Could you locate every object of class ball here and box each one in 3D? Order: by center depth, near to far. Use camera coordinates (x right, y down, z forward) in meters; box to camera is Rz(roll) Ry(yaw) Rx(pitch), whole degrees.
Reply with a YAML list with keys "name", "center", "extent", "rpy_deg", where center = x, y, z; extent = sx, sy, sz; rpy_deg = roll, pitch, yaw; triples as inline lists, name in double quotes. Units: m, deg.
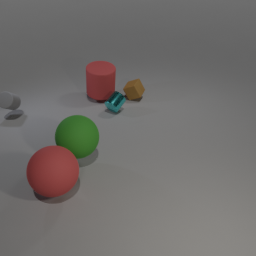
- name: "ball"
  center: [-2.054, 1.182, 7.701]
  extent: [1.400, 1.400, 1.400]
  rpy_deg: [0, 30, 0]
- name: "ball"
  center: [-1.623, 0.282, 8.979]
  extent: [1.400, 1.400, 1.400]
  rpy_deg: [0, 30, 0]

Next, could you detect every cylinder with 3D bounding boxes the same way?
- name: "cylinder"
  center: [-4.994, -1.134, 11.780]
  extent: [0.700, 0.700, 0.700]
  rpy_deg: [3, -2, 5]
- name: "cylinder"
  center: [-0.569, -1.165, 12.498]
  extent: [0.700, 0.700, 0.700]
  rpy_deg: [22, 64, 33]
- name: "cylinder"
  center: [-1.307, -2.293, 13.470]
  extent: [1.400, 1.400, 1.400]
  rpy_deg: [3, 40, -2]

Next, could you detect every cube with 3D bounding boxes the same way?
- name: "cube"
  center: [0.303, -1.892, 13.739]
  extent: [0.700, 0.700, 0.700]
  rpy_deg: [-10, 35, 35]
